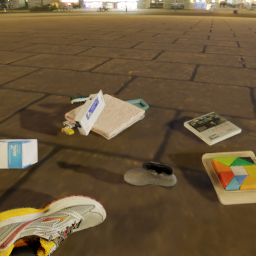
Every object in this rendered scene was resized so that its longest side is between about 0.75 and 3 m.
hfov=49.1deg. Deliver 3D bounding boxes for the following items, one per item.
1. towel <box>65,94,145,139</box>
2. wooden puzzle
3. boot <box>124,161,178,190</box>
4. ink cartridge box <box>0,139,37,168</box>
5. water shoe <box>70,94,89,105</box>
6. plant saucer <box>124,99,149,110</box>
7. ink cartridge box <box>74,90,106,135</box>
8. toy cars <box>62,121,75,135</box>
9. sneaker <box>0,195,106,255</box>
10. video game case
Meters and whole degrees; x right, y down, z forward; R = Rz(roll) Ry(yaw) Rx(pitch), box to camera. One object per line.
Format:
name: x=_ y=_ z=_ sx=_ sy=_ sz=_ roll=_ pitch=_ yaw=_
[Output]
towel: x=-0.715 y=-0.437 z=9.244 sx=1.897 sy=0.320 sz=1.986 roll=25 pitch=37 yaw=28
wooden puzzle: x=2.496 y=1.036 z=6.300 sx=1.314 sy=0.264 sz=1.420 roll=-3 pitch=38 yaw=-3
boot: x=0.392 y=0.891 z=5.666 sx=1.193 sy=0.785 sz=0.416 roll=-1 pitch=59 yaw=20
ink cartridge box: x=-3.053 y=0.600 z=6.685 sx=1.465 sy=0.617 sz=1.059 roll=-1 pitch=1 yaw=-1
water shoe: x=-1.609 y=-1.050 z=9.669 sx=0.315 sy=0.348 sz=0.881 roll=-33 pitch=-11 yaw=38
plant saucer: x=-0.293 y=-0.716 z=10.133 sx=2.003 sy=0.190 sz=0.700 roll=-9 pitch=32 yaw=-19
ink cartridge box: x=-1.021 y=-0.452 z=7.726 sx=0.239 sy=0.607 sz=1.220 roll=13 pitch=54 yaw=23
toy cars: x=-1.890 y=-0.063 z=8.857 sx=0.400 sy=0.197 sz=0.892 roll=-3 pitch=27 yaw=-6
sneaker: x=-1.248 y=1.733 z=4.664 sx=1.951 sy=0.759 sz=0.802 roll=-8 pitch=36 yaw=-30
video game case: x=2.574 y=-0.015 z=8.581 sx=1.275 sy=0.149 sz=1.159 roll=-19 pitch=40 yaw=-25
